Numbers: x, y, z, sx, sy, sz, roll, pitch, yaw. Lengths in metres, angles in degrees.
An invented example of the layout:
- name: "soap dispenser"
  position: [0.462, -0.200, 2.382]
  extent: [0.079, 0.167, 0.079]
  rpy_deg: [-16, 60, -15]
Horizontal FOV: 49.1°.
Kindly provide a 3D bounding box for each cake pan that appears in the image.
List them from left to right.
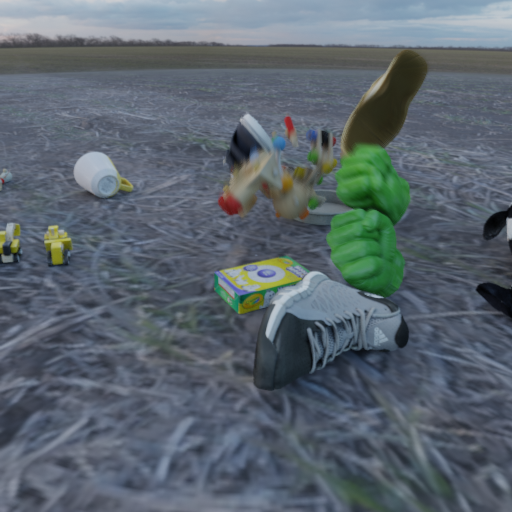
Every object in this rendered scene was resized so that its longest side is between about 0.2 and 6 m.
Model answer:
- name: "cake pan"
  position: [1.551, -1.146, 13.155]
  extent: [1.826, 0.335, 1.826]
  rpy_deg: [0, 24, 0]

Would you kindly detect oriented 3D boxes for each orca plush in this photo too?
- name: "orca plush"
  position: [4.742, -0.647, 9.481]
  extent: [2.068, 1.397, 3.930]
  rpy_deg: [20, 47, 42]

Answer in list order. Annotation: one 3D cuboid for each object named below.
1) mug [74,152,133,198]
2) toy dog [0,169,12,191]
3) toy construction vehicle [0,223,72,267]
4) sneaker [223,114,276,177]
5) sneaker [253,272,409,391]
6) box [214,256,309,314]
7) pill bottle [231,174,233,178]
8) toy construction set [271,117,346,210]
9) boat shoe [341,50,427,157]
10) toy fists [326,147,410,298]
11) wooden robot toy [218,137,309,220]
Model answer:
- name: "mug"
  position: [-3.893, -2.045, 14.466]
  extent: [1.303, 1.043, 1.070]
  rpy_deg: [-21, 38, -27]
- name: "toy dog"
  position: [-7.070, -2.157, 15.128]
  extent: [0.841, 0.614, 1.275]
  rpy_deg: [-7, 24, -16]
- name: "toy construction vehicle"
  position: [-4.298, -0.298, 10.937]
  extent: [1.352, 0.547, 1.553]
  rpy_deg: [-5, 24, -11]
- name: "sneaker"
  position: [-0.139, -2.048, 11.622]
  extent: [0.958, 0.946, 2.412]
  rpy_deg: [-39, -12, -1]
- name: "sneaker"
  position: [1.119, 0.964, 7.307]
  extent: [1.663, 1.081, 2.881]
  rpy_deg: [12, 21, 18]
- name: "box"
  position: [0.244, 0.440, 9.450]
  extent: [1.674, 0.405, 0.982]
  rpy_deg: [-11, 26, -27]
- name: "pill bottle"
  position: [-0.470, -2.392, 15.836]
  extent: [0.489, 0.489, 0.868]
  rpy_deg: [-1, 23, -2]
- name: "toy construction set"
  position: [1.070, -1.824, 11.630]
  extent: [1.518, 1.821, 1.399]
  rpy_deg: [-26, 52, 18]
- name: "boat shoe"
  position: [2.336, -2.678, 10.462]
  extent: [0.919, 2.482, 0.824]
  rpy_deg: [38, -15, -1]
- name: "toy fists"
  position: [1.857, -0.627, 9.126]
  extent: [1.316, 2.582, 0.888]
  rpy_deg: [29, -30, -31]
- name: "wooden robot toy"
  position: [0.228, -1.006, 9.817]
  extent: [1.373, 1.333, 3.026]
  rpy_deg: [39, -7, -11]
